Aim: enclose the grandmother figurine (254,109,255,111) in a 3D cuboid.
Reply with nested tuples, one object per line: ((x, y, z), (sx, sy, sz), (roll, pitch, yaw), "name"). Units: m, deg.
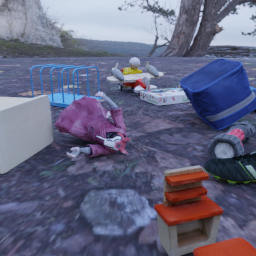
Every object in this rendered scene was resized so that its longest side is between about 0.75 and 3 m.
((5.036, -0.810, 10.405), (1.786, 0.541, 1.083), (-4, -14, -1), "grandmother figurine")

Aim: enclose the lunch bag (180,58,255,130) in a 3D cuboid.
((2.872, -1.068, 9.027), (1.701, 1.656, 2.503), (-30, 17, 8), "lunch bag")

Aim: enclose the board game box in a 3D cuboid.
((1.947, -1.439, 12.507), (2.394, 0.414, 1.511), (-8, 19, -25), "board game box")

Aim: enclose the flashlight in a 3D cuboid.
((2.533, 0.274, 6.587), (0.708, 0.710, 2.090), (39, 33, 22), "flashlight")

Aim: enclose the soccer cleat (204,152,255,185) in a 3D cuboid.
((2.413, 0.655, 5.137), (1.949, 0.790, 0.658), (5, 18, 15), "soccer cleat")

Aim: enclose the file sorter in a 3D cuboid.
((-2.661, -1.854, 11.942), (2.553, 1.566, 1.771), (10, 19, 30), "file sorter")

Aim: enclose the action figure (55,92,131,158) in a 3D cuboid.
((-0.714, 0.144, 6.866), (2.387, 1.599, 1.778), (32, -8, 40), "action figure")

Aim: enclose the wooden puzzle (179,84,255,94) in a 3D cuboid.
((4.170, -1.726, 12.281), (2.730, 0.682, 2.948), (-9, 26, -34), "wooden puzzle")

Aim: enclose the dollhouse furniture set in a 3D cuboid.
((0.977, 1.264, 2.771), (1.997, 1.029, 1.975), (-6, 18, -18), "dollhouse furniture set")

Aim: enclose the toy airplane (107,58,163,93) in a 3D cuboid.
((0.393, -2.647, 14.146), (2.480, 1.757, 2.491), (5, 19, 16), "toy airplane")

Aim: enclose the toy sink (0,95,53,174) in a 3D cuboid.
((-2.746, 0.001, 6.413), (1.114, 1.296, 1.989), (4, 19, 15), "toy sink")
